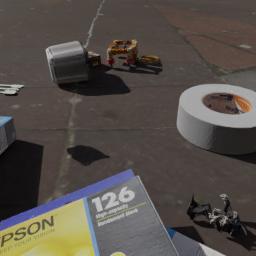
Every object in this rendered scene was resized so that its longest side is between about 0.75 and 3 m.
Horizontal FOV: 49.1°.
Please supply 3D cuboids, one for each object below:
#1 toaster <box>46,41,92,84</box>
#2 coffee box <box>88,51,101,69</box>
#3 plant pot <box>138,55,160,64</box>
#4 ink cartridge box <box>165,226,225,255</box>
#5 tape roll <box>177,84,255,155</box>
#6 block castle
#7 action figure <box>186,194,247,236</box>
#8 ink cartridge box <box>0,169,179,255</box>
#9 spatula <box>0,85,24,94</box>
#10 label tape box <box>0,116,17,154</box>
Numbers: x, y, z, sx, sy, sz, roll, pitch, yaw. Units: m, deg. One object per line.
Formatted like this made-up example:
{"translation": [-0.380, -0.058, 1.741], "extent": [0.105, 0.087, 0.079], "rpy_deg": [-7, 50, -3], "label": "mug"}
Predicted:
{"translation": [-2.647, -2.873, 12.460], "extent": [1.694, 1.490, 2.623], "rpy_deg": [-13, 35, -13], "label": "toaster"}
{"translation": [-2.134, -3.532, 14.293], "extent": [0.804, 0.561, 1.406], "rpy_deg": [-28, 42, -36], "label": "coffee box"}
{"translation": [1.128, -3.652, 14.866], "extent": [1.161, 0.160, 1.161], "rpy_deg": [0, 32, 0], "label": "plant pot"}
{"translation": [0.975, 2.497, 4.519], "extent": [1.495, 0.961, 0.936], "rpy_deg": [19, 38, 28], "label": "ink cartridge box"}
{"translation": [3.097, -0.404, 9.047], "extent": [2.942, 0.972, 2.942], "rpy_deg": [-1, 33, 0], "label": "tape roll"}
{"translation": [-0.237, -3.815, 14.399], "extent": [1.402, 0.984, 2.098], "rpy_deg": [1, 30, 9], "label": "block castle"}
{"translation": [1.906, 1.809, 5.931], "extent": [1.253, 0.639, 0.745], "rpy_deg": [13, 24, 23], "label": "action figure"}
{"translation": [-0.902, 1.876, 4.518], "extent": [2.947, 0.701, 2.982], "rpy_deg": [-21, 34, -7], "label": "ink cartridge box"}
{"translation": [-5.254, -1.657, 11.801], "extent": [1.415, 0.114, 0.984], "rpy_deg": [4, 34, 7], "label": "spatula"}
{"translation": [-4.424, 0.424, 7.521], "extent": [1.800, 0.790, 2.496], "rpy_deg": [2, 22, 3], "label": "label tape box"}
